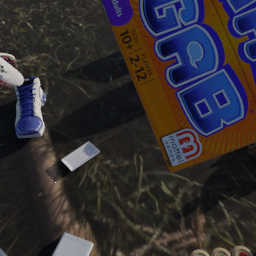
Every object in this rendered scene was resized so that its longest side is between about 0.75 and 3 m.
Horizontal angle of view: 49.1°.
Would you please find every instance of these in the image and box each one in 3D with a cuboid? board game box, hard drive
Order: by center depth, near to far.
[{"bbox_3d":[1.438,-1.059,4.850,2.661,2.663,2.661,-22,85,6],"label":"board game box"},{"bbox_3d":[-1.176,2.604,5.414,0.659,0.133,0.998,15,50,13],"label":"hard drive"}]

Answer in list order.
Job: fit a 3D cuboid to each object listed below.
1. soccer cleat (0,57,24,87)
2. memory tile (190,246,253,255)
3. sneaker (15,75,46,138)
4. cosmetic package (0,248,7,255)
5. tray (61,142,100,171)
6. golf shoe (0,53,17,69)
[{"bbox_3d":[-2.730,-1.307,5.485,1.505,0.641,0.517,32,52,-29],"label":"soccer cleat"},{"bbox_3d":[1.859,3.013,5.038,1.290,0.141,1.683,-3,48,-3],"label":"memory tile"},{"bbox_3d":[-2.819,-0.771,7.767,0.828,1.184,2.051,-7,48,-5],"label":"sneaker"},{"bbox_3d":[-2.791,2.743,4.521,1.513,1.266,1.258,1,48,1],"label":"cosmetic package"},{"bbox_3d":[-1.200,0.730,7.138,0.891,0.099,0.478,-35,57,-27],"label":"tray"},{"bbox_3d":[-5.028,-2.066,9.072,2.729,0.991,1.256,-13,49,-11],"label":"golf shoe"}]
